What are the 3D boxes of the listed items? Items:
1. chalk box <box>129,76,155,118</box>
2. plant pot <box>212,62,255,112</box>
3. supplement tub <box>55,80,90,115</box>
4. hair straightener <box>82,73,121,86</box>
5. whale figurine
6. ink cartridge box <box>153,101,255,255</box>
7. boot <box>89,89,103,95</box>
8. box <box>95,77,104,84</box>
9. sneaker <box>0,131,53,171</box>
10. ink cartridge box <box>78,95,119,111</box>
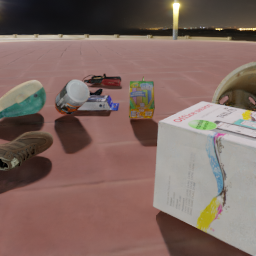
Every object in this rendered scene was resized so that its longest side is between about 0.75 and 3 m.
[{"bbox_3d":[0.551,-1.356,11.876,1.031,1.665,1.036,0,-22,-1],"label":"chalk box"},{"bbox_3d":[3.797,-0.489,8.816,2.760,2.760,2.527,3,2,6],"label":"plant pot"},{"bbox_3d":[-2.431,-1.237,11.877,1.064,1.064,1.737,-17,-8,-36],"label":"supplement tub"},{"bbox_3d":[-1.665,-3.052,17.831,2.571,0.526,0.989,-2,35,11],"label":"hair straightener"},{"bbox_3d":[-4.737,-0.981,12.142,2.648,1.374,2.107,-42,27,-28],"label":"whale figurine"},{"bbox_3d":[2.353,0.911,5.949,2.955,2.158,2.168,17,26,35],"label":"ink cartridge box"},{"bbox_3d":[-1.841,-1.873,14.786,0.730,0.332,0.868,20,53,19],"label":"boot"},{"bbox_3d":[-1.825,-3.188,18.614,1.233,0.161,1.509,15,28,33],"label":"box"},{"bbox_3d":[-3.315,0.843,8.242,2.459,0.866,0.929,-17,45,-25],"label":"sneaker"},{"bbox_3d":[-1.625,-1.222,13.455,2.401,0.471,1.194,1,22,0],"label":"ink cartridge box"}]
